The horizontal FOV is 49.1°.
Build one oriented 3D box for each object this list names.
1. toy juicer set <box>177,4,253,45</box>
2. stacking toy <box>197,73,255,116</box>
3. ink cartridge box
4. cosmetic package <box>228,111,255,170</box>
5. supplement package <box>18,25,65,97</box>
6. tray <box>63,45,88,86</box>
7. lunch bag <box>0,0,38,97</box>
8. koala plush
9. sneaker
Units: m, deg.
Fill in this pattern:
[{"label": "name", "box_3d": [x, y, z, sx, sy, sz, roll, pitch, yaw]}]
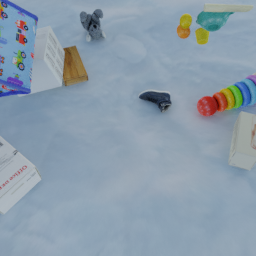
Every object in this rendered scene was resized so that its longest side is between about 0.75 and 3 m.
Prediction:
[{"label": "toy juicer set", "box_3d": [2.028, -2.899, 7.285, 1.275, 2.004, 0.545, 6, 80, -19]}, {"label": "stacking toy", "box_3d": [3.141, -0.921, 8.511, 2.240, 0.956, 0.956, -19, 57, -5]}, {"label": "ink cartridge box", "box_3d": [-3.286, 1.089, 7.070, 1.763, 0.731, 1.294, 34, 61, 22]}, {"label": "cosmetic package", "box_3d": [3.197, 0.336, 7.620, 0.612, 0.725, 1.403, 16, 57, 11]}, {"label": "supplement package", "box_3d": [-2.982, -2.102, 8.868, 1.546, 1.189, 1.617, -12, 54, 10]}, {"label": "tray", "box_3d": [-1.974, -2.183, 9.663, 0.797, 0.299, 1.616, -17, 56, -12]}, {"label": "lunch bag", "box_3d": [-3.505, -2.085, 6.170, 1.316, 2.797, 2.106, -3, 79, 25]}, {"label": "koala plush", "box_3d": [-1.285, -3.758, 10.568, 0.903, 0.936, 1.019, -18, 78, -17]}, {"label": "sneaker", "box_3d": [0.844, -0.822, 8.636, 1.016, 0.386, 0.734, -1, 52, -2]}]
